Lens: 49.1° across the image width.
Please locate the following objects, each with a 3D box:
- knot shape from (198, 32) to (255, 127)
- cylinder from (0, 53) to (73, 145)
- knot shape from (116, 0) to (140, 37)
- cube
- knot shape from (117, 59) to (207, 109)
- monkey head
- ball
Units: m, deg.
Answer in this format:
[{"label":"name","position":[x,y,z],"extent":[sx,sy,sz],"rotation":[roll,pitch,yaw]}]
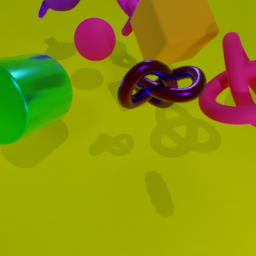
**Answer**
[{"label":"knot shape","position":[2.425,-0.738,5.267],"extent":[1.921,0.948,2.052],"rotation":[21,65,-7]},{"label":"cylinder","position":[-1.950,-0.580,5.074],"extent":[1.399,1.399,1.399],"rotation":[18,24,15]},{"label":"knot shape","position":[0.273,-3.504,8.294],"extent":[0.883,1.912,1.789],"rotation":[-16,48,-16]},{"label":"cube","position":[0.921,-2.142,5.907],"extent":[1.214,1.214,1.214],"rotation":[-17,83,-18]},{"label":"knot shape","position":[0.371,-0.609,4.115],"extent":[1.230,0.607,1.314],"rotation":[-4,-1,-43]},{"label":"monkey head","position":[-1.963,-4.005,7.965],"extent":[1.906,1.149,1.371],"rotation":[-36,53,-12]},{"label":"ball","position":[-0.887,-2.374,7.538],"extent":[1.130,1.130,1.130],"rotation":[0,49,0]}]
